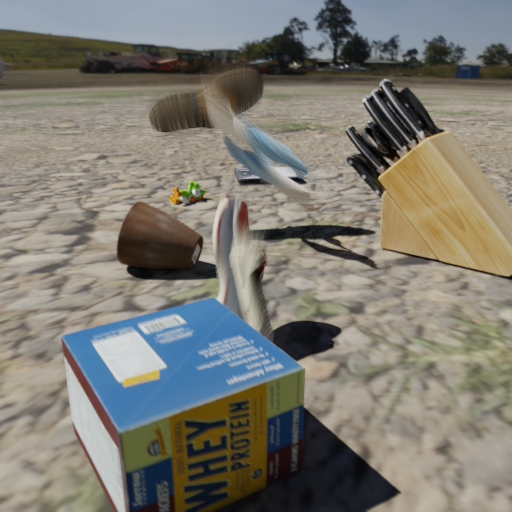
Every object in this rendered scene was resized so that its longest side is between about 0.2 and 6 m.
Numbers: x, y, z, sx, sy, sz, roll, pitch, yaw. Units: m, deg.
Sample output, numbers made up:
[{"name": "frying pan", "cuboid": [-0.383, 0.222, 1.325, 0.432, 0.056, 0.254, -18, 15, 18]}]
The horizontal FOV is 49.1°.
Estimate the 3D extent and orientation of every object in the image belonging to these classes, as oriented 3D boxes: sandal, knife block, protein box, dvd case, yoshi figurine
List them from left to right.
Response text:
[{"name": "protein box", "cuboid": [-0.694, 1.331, 5.098, 1.635, 1.111, 1.647, -13, 24, -29]}, {"name": "yoshi figurine", "cuboid": [-1.659, -1.545, 13.474, 0.913, 0.511, 0.513, -15, 19, -41]}, {"name": "sandal", "cuboid": [-0.897, -2.872, 10.838, 2.333, 0.953, 0.637, -19, 53, -12]}, {"name": "dvd case", "cuboid": [0.311, -2.245, 15.641, 1.733, 0.214, 1.303, -2, 21, -7]}, {"name": "knife block", "cuboid": [3.224, -1.489, 9.785, 3.432, 3.013, 1.098, 16, 27, 36]}]

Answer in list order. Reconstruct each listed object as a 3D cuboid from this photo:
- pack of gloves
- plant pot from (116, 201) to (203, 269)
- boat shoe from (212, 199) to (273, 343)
[{"name": "pack of gloves", "cuboid": [0.197, -1.951, 10.426, 2.276, 1.912, 0.449, 36, 78, 20]}, {"name": "plant pot", "cuboid": [-1.545, -0.219, 9.430, 1.198, 1.120, 1.120, 17, 24, 8]}, {"name": "boat shoe", "cuboid": [-0.144, 0.197, 7.068, 0.620, 1.982, 0.705, -9, -17, 24]}]
